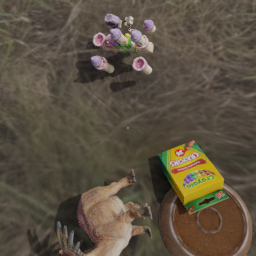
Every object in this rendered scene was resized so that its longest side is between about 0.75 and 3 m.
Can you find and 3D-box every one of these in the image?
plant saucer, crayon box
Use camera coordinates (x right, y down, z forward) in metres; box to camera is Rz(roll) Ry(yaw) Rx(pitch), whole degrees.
[{"bbox_3d":[1.824,2.135,6.464,2.181,0.376,2.181,0,63,0],"label":"plant saucer"},{"bbox_3d":[1.507,1.102,6.627,1.031,0.412,1.624,-20,44,-10],"label":"crayon box"}]

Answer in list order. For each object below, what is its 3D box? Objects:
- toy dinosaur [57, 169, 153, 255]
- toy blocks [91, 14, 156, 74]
[{"bbox_3d":[-0.565,1.776,5.465,1.852,1.173,2.732,-14,23,-6],"label":"toy dinosaur"},{"bbox_3d":[-0.201,-2.398,7.450,1.592,1.434,1.704,7,88,26],"label":"toy blocks"}]
